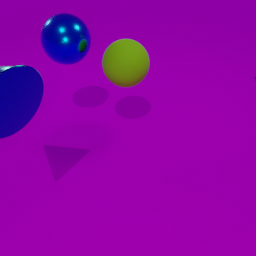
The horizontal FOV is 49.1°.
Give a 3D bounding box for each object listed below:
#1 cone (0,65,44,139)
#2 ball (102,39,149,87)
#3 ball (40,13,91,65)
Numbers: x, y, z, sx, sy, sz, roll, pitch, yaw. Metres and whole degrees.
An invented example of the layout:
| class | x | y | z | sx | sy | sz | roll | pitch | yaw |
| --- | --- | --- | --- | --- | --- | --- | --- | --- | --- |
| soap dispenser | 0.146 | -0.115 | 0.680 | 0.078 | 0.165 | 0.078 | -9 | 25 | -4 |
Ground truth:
| class | x | y | z | sx | sy | sz | roll | pitch | yaw |
| --- | --- | --- | --- | --- | --- | --- | --- | --- | --- |
| cone | -1.906 | -0.569 | 3.759 | 1.061 | 1.057 | 1.057 | 30 | 47 | 17 |
| ball | -0.048 | -1.418 | 6.163 | 1.037 | 1.037 | 1.037 | 0 | 39 | 0 |
| ball | -1.363 | -1.949 | 6.176 | 1.090 | 1.090 | 1.090 | 0 | 39 | 0 |
